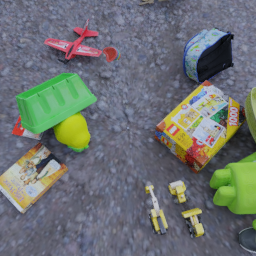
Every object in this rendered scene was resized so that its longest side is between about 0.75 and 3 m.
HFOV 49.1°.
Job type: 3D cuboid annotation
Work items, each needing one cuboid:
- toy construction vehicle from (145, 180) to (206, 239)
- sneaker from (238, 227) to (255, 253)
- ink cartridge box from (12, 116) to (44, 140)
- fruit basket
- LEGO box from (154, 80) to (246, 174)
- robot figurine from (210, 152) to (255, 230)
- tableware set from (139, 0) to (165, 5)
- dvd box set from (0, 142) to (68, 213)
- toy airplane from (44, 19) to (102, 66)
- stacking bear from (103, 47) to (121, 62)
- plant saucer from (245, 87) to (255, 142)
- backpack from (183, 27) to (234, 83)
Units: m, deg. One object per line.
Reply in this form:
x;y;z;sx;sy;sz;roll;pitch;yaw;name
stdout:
1.443;2.538;8.659;1.584;0.641;1.819;-11;63;-6;toy construction vehicle
4.264;3.264;8.182;1.969;0.833;0.733;4;62;2;sneaker
-3.589;-0.119;10.231;1.126;0.282;0.913;13;63;4;ink cartridge box
-2.278;-0.392;9.757;2.655;2.655;1.915;-46;33;-20;fruit basket
2.555;-0.077;9.772;1.984;1.028;2.664;41;70;19;LEGO box
3.940;1.805;8.523;2.652;1.534;2.327;-2;51;1;robot figurine
1.485;-6.288;12.946;1.951;0.391;1.290;6;80;37;tableware set
-3.211;1.593;9.336;1.454;0.292;1.988;39;69;19;dvd box set
-2.175;-3.634;11.910;2.561;0.471;2.561;-1;62;1;toy airplane
-0.527;-2.759;10.569;0.500;0.879;0.534;-21;93;15;stacking bear
4.572;-0.074;9.374;0.411;2.647;2.647;-24;55;38;plant saucer
2.959;-2.747;10.827;1.882;1.722;1.383;-37;47;-15;backpack
